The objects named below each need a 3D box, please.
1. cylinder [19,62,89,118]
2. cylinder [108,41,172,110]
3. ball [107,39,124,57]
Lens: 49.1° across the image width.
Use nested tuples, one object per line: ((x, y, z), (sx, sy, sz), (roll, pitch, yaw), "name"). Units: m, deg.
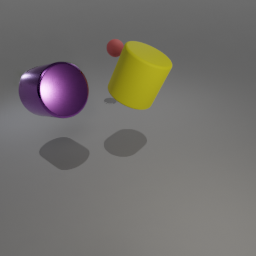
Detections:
((-1.985, -0.987, 7.448), (1.400, 1.400, 1.400), (-25, 20, -35), "cylinder")
((0.309, -1.465, 7.841), (1.400, 1.400, 1.400), (18, 34, -13), "cylinder")
((-0.513, -3.216, 11.276), (0.700, 0.700, 0.700), (0, 31, 0), "ball")
